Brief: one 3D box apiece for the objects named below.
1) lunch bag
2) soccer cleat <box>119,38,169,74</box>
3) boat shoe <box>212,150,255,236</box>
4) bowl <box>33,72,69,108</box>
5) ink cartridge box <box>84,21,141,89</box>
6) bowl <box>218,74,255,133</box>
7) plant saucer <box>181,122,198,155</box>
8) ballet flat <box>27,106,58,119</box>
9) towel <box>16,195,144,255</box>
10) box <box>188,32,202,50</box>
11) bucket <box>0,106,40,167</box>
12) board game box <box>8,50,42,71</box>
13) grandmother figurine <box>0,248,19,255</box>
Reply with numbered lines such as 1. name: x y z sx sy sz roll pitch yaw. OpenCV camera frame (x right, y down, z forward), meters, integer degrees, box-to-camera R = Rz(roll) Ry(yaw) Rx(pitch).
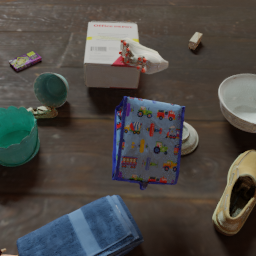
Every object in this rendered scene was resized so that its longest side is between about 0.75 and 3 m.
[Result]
1. lunch bag: 0.478 0.454 6.874 1.584 0.990 2.104 8 74 -14
2. soccer cleat: 0.456 -2.482 9.728 0.936 0.836 2.412 -9 36 -26
3. boat shoe: 3.284 1.579 7.778 1.031 1.096 2.878 23 53 18
4. bowl: -2.729 -1.471 10.342 1.324 1.324 0.692 8 25 6
5. ink cartridge box: -0.628 -3.066 11.551 2.135 1.227 2.941 2 51 -3
6. bowl: 4.243 -0.672 9.677 2.463 1.107 2.463 0 50 -1
7. plant saucer: 1.640 0.216 9.414 1.490 0.374 1.490 0 50 0
8. ballet flat: -3.269 -0.565 10.003 1.441 0.471 0.508 -10 52 -8
9. towel: -1.215 2.819 6.992 2.895 0.702 1.616 -23 53 -18
10. box: 3.124 -4.043 12.997 0.331 0.404 0.851 24 55 18
11. bucket: -3.675 0.290 8.836 1.784 1.161 1.784 0 50 0
12. board game box: -4.479 -2.946 12.223 1.223 0.198 0.734 -33 53 -25
13. grandmother figurine: -3.165 3.249 6.939 0.847 0.257 0.514 4 41 0
